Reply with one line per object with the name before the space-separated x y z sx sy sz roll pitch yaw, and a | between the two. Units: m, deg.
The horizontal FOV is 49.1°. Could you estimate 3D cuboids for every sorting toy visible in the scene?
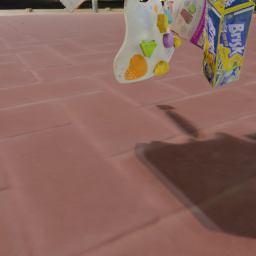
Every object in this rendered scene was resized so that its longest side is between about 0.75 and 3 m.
sorting toy | 0.596 -3.331 8.791 1.600 2.695 2.994 9 53 23

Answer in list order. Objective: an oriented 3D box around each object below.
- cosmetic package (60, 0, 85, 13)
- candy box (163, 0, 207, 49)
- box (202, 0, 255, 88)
cosmetic package | -1.771 -4.984 10.127 0.920 0.646 1.814 -50 19 -14
candy box | 2.486 -4.044 10.094 2.494 1.701 0.761 37 54 16
box | 2.146 -1.883 6.231 0.726 2.072 0.666 -19 54 -2
